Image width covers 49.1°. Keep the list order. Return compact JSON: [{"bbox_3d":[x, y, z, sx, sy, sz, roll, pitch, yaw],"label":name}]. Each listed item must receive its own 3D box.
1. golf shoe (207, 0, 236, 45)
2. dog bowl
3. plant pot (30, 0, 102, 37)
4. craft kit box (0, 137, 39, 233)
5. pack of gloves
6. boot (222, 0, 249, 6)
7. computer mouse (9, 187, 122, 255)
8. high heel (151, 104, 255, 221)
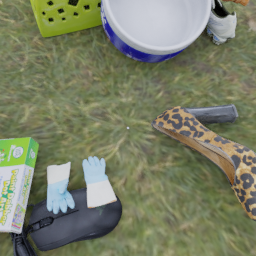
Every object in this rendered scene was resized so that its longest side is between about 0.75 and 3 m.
[{"bbox_3d":[2.446,-3.687,8.610,0.912,1.132,2.328,-36,66,-15],"label":"golf shoe"},{"bbox_3d":[0.717,-3.386,7.814,2.930,1.154,2.930,1,86,-11],"label":"dog bowl"},{"bbox_3d":[-1.952,-4.531,8.477,2.370,2.151,2.358,-18,64,-8],"label":"plant pot"},{"bbox_3d":[-3.109,1.237,6.155,1.986,0.488,2.011,-4,62,10],"label":"craft kit box"},{"bbox_3d":[-1.101,1.092,6.078,1.376,0.323,1.637,-14,32,-8],"label":"pack of gloves"},{"bbox_3d":[2.040,-2.781,5.497,0.774,0.368,1.000,22,62,1],"label":"boot"},{"bbox_3d":[-1.317,1.969,5.852,2.490,0.656,1.724,-19,63,-9],"label":"computer mouse"},{"bbox_3d":[1.706,0.731,6.339,2.098,1.051,2.944,-6,55,0],"label":"high heel"}]
